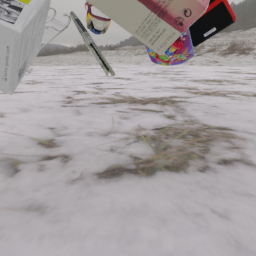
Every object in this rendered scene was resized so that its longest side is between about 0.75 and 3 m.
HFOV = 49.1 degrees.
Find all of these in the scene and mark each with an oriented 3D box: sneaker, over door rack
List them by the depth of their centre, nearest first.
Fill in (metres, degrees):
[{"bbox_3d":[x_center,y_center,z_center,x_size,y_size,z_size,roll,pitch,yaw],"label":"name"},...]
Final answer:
[{"bbox_3d":[-0.997,-3.503,8.840,0.893,1.074,2.384,12,12,-11],"label":"sneaker"},{"bbox_3d":[-3.121,-3.069,8.967,1.664,2.252,0.750,33,-9,27],"label":"over door rack"}]

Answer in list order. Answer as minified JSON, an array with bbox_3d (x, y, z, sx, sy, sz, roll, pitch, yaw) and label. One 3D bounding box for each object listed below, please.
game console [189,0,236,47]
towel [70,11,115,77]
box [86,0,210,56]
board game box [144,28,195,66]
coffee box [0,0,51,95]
[{"bbox_3d":[2.741,-4.296,10.408,0.338,1.925,2.177,-36,8,-29],"label":"game console"},{"bbox_3d":[-1.169,-2.652,9.112,0.321,1.857,1.788,-34,59,5],"label":"towel"},{"bbox_3d":[0.182,-2.503,4.347,2.217,1.418,1.208,33,-30,-13],"label":"box"},{"bbox_3d":[1.515,-2.924,10.504,1.745,0.430,2.208,-6,-31,20],"label":"board game box"},{"bbox_3d":[-2.286,-1.702,4.716,1.398,1.412,1.414,22,49,-13],"label":"coffee box"}]
